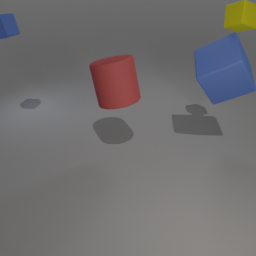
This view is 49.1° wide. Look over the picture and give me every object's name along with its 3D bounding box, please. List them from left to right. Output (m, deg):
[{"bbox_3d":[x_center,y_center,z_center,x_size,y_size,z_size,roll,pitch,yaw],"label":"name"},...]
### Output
[{"bbox_3d":[-4.319,-3.491,9.666,0.700,0.700,0.700,-7,21,20],"label":"cube"},{"bbox_3d":[-0.392,-1.476,8.881,1.400,1.400,1.400,-10,22,4],"label":"cylinder"},{"bbox_3d":[3.078,-1.860,8.975,1.400,1.400,1.400,-19,47,30],"label":"cube"},{"bbox_3d":[3.508,-3.449,8.688,0.700,0.700,0.700,2,6,-32],"label":"cube"}]
